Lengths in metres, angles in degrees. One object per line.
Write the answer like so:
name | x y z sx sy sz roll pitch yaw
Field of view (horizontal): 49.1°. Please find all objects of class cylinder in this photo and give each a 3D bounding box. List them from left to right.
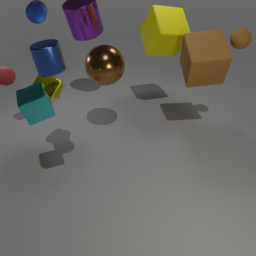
cylinder | -3.267 -4.168 10.039 0.700 0.700 0.700 -6 33 -9
cylinder | -1.936 -1.703 6.799 0.700 0.700 0.700 -6 35 4
cylinder | -1.864 -4.625 11.759 1.400 1.400 1.400 -8 46 8

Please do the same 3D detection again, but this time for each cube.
cube | -2.362 -0.630 7.166 0.700 0.700 0.700 -23 46 -6
cube | -2.430 -1.252 8.561 0.700 0.700 0.700 31 -3 -2
cube | 1.490 -3.917 11.434 1.400 1.400 1.400 -5 71 -23
cube | 2.747 -2.489 10.134 1.400 1.400 1.400 -6 60 0

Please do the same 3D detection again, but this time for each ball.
ball | -4.507 -1.909 10.311 0.700 0.700 0.700 0 33 0
ball | -0.805 -2.194 9.814 1.400 1.400 1.400 0 33 0
ball | 3.895 -3.084 9.690 0.700 0.700 0.700 0 33 0
